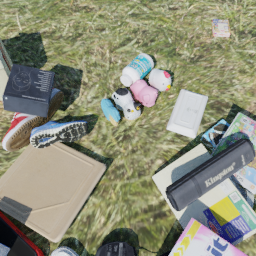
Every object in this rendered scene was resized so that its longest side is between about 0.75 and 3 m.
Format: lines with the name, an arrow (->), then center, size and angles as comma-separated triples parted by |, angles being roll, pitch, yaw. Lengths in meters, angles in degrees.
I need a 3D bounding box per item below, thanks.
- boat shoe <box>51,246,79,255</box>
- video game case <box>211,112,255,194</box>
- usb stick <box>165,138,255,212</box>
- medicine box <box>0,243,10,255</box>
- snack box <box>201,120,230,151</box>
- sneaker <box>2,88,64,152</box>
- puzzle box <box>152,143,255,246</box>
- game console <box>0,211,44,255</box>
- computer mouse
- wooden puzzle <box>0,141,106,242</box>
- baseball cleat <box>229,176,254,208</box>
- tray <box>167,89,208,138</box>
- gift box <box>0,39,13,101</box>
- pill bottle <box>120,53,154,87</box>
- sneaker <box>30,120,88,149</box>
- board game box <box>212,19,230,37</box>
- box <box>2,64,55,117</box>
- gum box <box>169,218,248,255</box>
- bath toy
boat shoe -> -1.292, 4.204, 6.964 | 0.988, 0.897, 2.686 | -25, 61, -15
video game case -> 3.703, 0.771, 8.716 | 1.750, 0.212, 1.923 | 37, 108, 27
usb stick -> 2.313, 1.260, 7.741 | 2.898, 0.472, 0.804 | -30, 106, -12
medicine box -> -3.773, 3.052, 7.069 | 1.050, 1.153, 0.593 | 20, 63, 12
snack box -> 3.559, 0.663, 9.533 | 1.094, 0.349, 1.884 | -35, 64, -20
sneaker -> -3.765, -0.562, 9.894 | 1.651, 1.046, 2.936 | 25, 54, 11
puzzle box -> 2.220, 2.120, 8.202 | 1.912, 0.365, 2.873 | -35, 62, 5
game console -> -4.011, 3.724, 7.611 | 2.856, 0.443, 2.526 | 33, 67, 19
computer mouse -> 0.338, 3.570, 7.732 | 2.472, 0.421, 0.725 | 7, 69, -3
wooden puzzle -> -2.514, 1.724, 8.784 | 2.921, 0.544, 2.702 | 22, 58, 19
baseball cleat -> 3.187, 1.836, 8.685 | 1.090, 0.714, 2.048 | -4, 66, -12
tray -> 2.248, -0.631, 10.431 | 1.096, 0.226, 2.041 | 19, 60, 11
gift box -> -5.613, -2.200, 10.164 | 2.508, 2.342, 2.315 | -20, 59, -14
pill bottle -> 0.328, -2.267, 11.125 | 0.795, 0.795, 1.434 | 33, 63, 19
sneaker -> -2.283, 0.024, 9.319 | 1.939, 0.762, 0.864 | -11, 40, -19
board game box -> 4.292, -4.632, 12.955 | 0.741, 0.227, 0.979 | 5, 58, 3
box -> -3.251, -1.231, 9.282 | 1.390, 0.862, 1.367 | 10, 55, -13
gum box -> 1.527, 3.822, 6.898 | 1.526, 0.889, 2.690 | 32, 78, 20
bath toy -> 0.496, -1.229, 10.308 | 2.964, 1.095, 1.289 | -34, 98, -19
